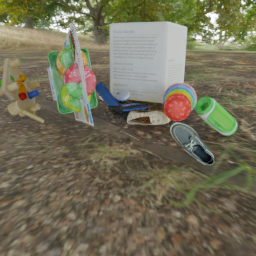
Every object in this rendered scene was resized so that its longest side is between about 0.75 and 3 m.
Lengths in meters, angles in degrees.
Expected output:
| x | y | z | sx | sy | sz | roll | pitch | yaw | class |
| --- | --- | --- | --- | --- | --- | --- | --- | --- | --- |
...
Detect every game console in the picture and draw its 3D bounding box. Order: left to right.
| x | y | z | sx | sy | sz | roll | pitch | yaw | class |
| --- | --- | --- | --- | --- | --- | --- | --- | --- | --- |
| -0.289 | -1.087 | 9.458 | 1.468 | 1.018 | 1.720 | -9 | 8 | -15 | game console |

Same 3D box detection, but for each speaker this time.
| x | y | z | sx | sy | sz | roll | pitch | yaw | class |
| --- | --- | --- | --- | --- | --- | --- | --- | --- | --- |
| 2.365 | -0.295 | 7.453 | 1.313 | 0.581 | 0.581 | 33 | 1 | -31 | speaker |

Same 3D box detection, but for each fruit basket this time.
| x | y | z | sx | sy | sz | roll | pitch | yaw | class |
| --- | --- | --- | --- | --- | --- | --- | --- | --- | --- |
| -1.526 | -1.341 | 7.702 | 1.277 | 2.524 | 2.725 | -11 | 9 | -12 | fruit basket |

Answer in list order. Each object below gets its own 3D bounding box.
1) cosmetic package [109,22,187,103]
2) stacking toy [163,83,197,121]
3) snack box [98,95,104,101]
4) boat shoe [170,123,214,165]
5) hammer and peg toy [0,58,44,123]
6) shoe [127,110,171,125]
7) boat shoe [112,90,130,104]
| x | y | z | sx | sy | sz | roll | pitch | yaw | class |
| --- | --- | --- | --- | --- | --- | --- | --- | --- | --- |
| 0.860 | -2.715 | 11.535 | 2.454 | 2.932 | 2.439 | 10 | 18 | 27 | cosmetic package |
| 1.480 | -0.709 | 8.329 | 1.115 | 1.115 | 2.611 | 4 | 14 | 13 | stacking toy |
| -0.862 | -1.359 | 12.027 | 0.360 | 0.122 | 1.003 | 25 | 27 | 21 | snack box |
| 1.339 | 0.336 | 5.705 | 0.424 | 1.165 | 0.360 | -45 | 12 | 7 | boat shoe |
| -3.317 | -0.973 | 8.600 | 0.730 | 1.522 | 2.070 | -21 | 53 | 9 | hammer and peg toy |
| 0.613 | -0.258 | 8.539 | 1.411 | 0.493 | 0.377 | 3 | 40 | 28 | shoe |
| -0.212 | -1.107 | 10.273 | 0.481 | 0.397 | 1.401 | -40 | 21 | -10 | boat shoe |
